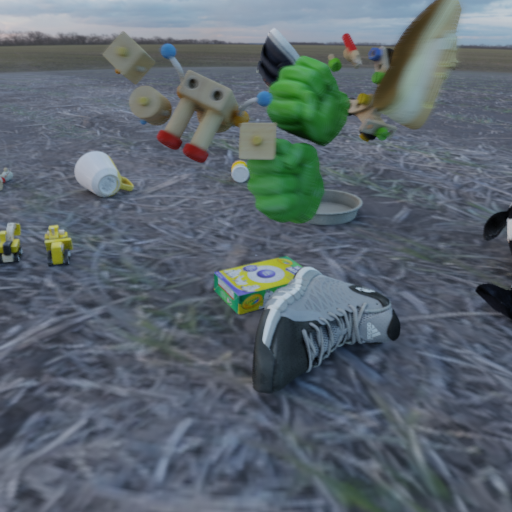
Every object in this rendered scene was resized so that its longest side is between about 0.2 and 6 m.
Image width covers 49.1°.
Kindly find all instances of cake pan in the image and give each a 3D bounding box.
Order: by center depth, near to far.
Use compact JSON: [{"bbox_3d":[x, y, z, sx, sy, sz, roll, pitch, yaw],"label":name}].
[{"bbox_3d":[1.560,-1.153,13.146,1.826,0.335,1.826,0,24,0],"label":"cake pan"}]

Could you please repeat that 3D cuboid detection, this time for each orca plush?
[{"bbox_3d":[4.738,-0.634,9.463,2.068,1.397,3.930,20,48,42],"label":"orca plush"}]

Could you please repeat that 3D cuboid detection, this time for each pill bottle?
[{"bbox_3d":[-0.453,-2.412,15.828,0.489,0.489,0.868,-1,23,-2],"label":"pill bottle"}]

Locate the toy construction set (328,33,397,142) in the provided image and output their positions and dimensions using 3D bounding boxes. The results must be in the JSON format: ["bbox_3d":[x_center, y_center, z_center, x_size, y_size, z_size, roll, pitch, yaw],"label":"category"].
[{"bbox_3d":[2.089,-2.911,10.003,1.518,1.821,1.399,-31,50,22],"label":"toy construction set"}]

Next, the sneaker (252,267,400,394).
[{"bbox_3d":[1.065,0.952,7.508,1.663,1.081,2.881,10,24,16],"label":"sneaker"}]

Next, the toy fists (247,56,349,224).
[{"bbox_3d":[0.652,-1.783,8.739,0.888,2.582,1.316,15,-4,46],"label":"toy fists"}]

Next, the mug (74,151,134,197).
[{"bbox_3d":[-3.878,-2.065,14.472,1.303,1.043,1.070,-21,38,-27],"label":"mug"}]

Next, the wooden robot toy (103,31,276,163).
[{"bbox_3d":[-0.897,-2.183,8.646,3.026,1.333,1.373,29,5,9],"label":"wooden robot toy"}]

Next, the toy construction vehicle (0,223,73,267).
[{"bbox_3d":[-4.298,-0.304,10.951,1.352,0.547,1.553,-5,24,-11],"label":"toy construction vehicle"}]

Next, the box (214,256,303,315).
[{"bbox_3d":[0.238,0.447,9.452,1.674,0.405,0.982,-11,26,-27],"label":"box"}]

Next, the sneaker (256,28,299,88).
[{"bbox_3d":[0.532,-4.375,12.957,0.946,0.958,2.412,51,11,8],"label":"sneaker"}]

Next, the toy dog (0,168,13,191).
[{"bbox_3d":[-7.053,-2.184,15.144,0.841,0.614,1.275,-7,25,-15],"label":"toy dog"}]

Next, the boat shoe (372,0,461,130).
[{"bbox_3d":[2.594,-2.967,8.582,2.482,0.824,0.919,-60,20,-18],"label":"boat shoe"}]
